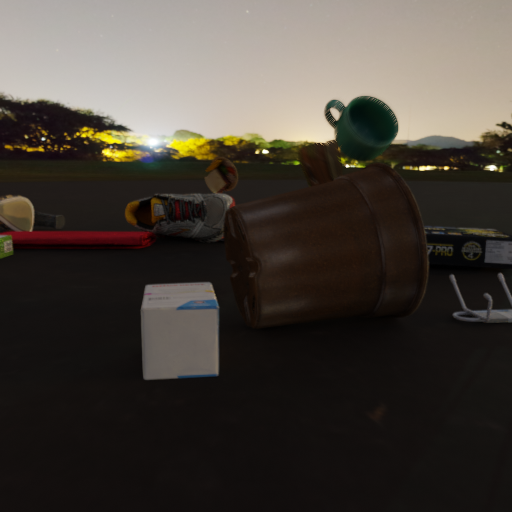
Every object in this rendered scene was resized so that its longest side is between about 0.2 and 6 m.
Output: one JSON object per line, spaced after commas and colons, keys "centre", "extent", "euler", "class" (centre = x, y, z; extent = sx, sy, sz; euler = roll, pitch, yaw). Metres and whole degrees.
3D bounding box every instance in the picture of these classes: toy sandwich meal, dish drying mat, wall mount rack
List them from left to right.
{"centre": [-4.043, -0.351, 12.308], "extent": [3.452, 0.314, 1.326], "euler": [0, 9, 3], "class": "dish drying mat"}
{"centre": [-0.811, -1.821, 12.738], "extent": [0.888, 0.888, 0.304], "euler": [7, 28, 37], "class": "toy sandwich meal"}
{"centre": [2.917, 0.525, 6.860], "extent": [1.162, 0.433, 1.010], "euler": [0, 10, -7], "class": "wall mount rack"}

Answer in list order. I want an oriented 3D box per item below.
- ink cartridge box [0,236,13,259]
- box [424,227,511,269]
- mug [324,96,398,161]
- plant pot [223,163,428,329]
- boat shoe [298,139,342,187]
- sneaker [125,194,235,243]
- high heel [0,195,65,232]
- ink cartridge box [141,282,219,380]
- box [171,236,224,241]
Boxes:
{"centre": [-5.421, -0.158, 10.892], "extent": [1.047, 0.397, 0.774], "euler": [0, 10, 6], "class": "ink cartridge box"}
{"centre": [3.401, -0.204, 10.406], "extent": [2.452, 0.602, 1.976], "euler": [3, 6, 11], "class": "box"}
{"centre": [1.669, -2.073, 9.035], "extent": [0.912, 1.110, 0.686], "euler": [-29, -11, -25], "class": "mug"}
{"centre": [0.670, -0.034, 6.502], "extent": [1.854, 1.873, 1.873], "euler": [-10, 12, -13], "class": "plant pot"}
{"centre": [1.102, -0.936, 8.704], "extent": [0.613, 1.804, 0.649], "euler": [-9, 29, 15], "class": "boat shoe"}
{"centre": [-1.742, -0.875, 12.679], "extent": [2.876, 1.120, 1.182], "euler": [-4, -9, 30], "class": "sneaker"}
{"centre": [-6.403, -1.049, 14.140], "extent": [1.886, 0.945, 2.646], "euler": [7, -2, 17], "class": "high heel"}
{"centre": [-0.727, 0.666, 5.363], "extent": [0.679, 0.661, 1.056], "euler": [-1, 10, -7], "class": "ink cartridge box"}
{"centre": [-0.877, -0.712, 13.888], "extent": [2.268, 0.467, 1.768], "euler": [7, 12, 31], "class": "box"}
